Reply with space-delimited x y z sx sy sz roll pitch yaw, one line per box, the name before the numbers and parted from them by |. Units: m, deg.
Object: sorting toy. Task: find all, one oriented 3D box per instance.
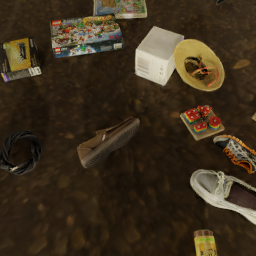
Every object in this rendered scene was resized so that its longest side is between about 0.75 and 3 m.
sorting toy | 2.275 -0.250 8.497 0.986 0.345 0.992 -19 58 -13

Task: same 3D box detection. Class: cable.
cable | -2.985 0.632 7.907 1.117 0.348 1.369 12 56 8

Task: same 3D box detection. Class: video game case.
video game case | -0.375 -5.544 12.105 2.175 0.263 2.389 -3 56 -2

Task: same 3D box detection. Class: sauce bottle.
sauce bottle | 1.794 3.034 6.235 0.460 0.460 1.422 -2 56 -2

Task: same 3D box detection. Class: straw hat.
straw hat | 2.151 -1.894 9.309 1.935 0.819 1.935 7 70 -20

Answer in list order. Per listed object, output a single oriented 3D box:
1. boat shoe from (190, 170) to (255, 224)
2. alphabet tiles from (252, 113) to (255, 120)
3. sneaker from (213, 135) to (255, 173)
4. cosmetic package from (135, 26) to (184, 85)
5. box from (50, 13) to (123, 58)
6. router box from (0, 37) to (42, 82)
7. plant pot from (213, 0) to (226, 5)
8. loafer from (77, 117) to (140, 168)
boat shoe | 2.724 1.663 6.959 2.369 0.760 0.873 29 61 18
alphabet tiles | 5.233 -0.267 8.674 2.135 0.081 1.785 37 63 23
sneaker | 3.002 0.700 7.754 1.421 0.556 0.549 32 66 18
cosmetic package | 1.055 -2.450 9.492 1.143 1.142 1.385 24 60 15
box | -1.580 -3.534 10.565 2.531 0.477 1.729 -10 54 -7
router box | -3.834 -2.459 9.930 1.267 0.421 1.611 -15 57 -10
plant pot | 4.020 -6.289 11.964 1.245 1.248 1.107 -31 66 -19
loafer | -0.570 0.237 7.914 2.086 0.762 0.740 -34 63 -21
